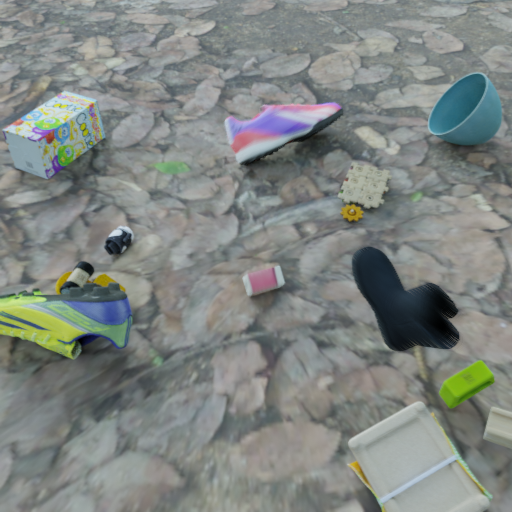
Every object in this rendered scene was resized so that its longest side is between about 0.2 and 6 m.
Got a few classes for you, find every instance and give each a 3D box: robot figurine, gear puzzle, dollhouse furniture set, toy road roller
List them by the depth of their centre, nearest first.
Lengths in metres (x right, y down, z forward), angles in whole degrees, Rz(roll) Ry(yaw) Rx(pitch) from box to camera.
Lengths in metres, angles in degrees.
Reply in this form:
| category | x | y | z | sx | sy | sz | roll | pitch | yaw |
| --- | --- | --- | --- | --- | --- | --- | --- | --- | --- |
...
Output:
| category | x | y | z | sx | sy | sz | roll | pitch | yaw |
| --- | --- | --- | --- | --- | --- | --- | --- | --- | --- |
| dollhouse furniture set | 2.923 | 2.610 | 7.711 | 3.166 | 1.222 | 1.582 | -29 | 55 | -3 |
| toy road roller | -2.918 | 0.711 | 9.705 | 1.132 | 0.827 | 0.696 | 36 | 43 | -16 |
| robot figurine | -2.662 | -0.298 | 10.853 | 0.486 | 0.403 | 0.646 | 23 | 47 | 12 |
| gear puzzle | 2.292 | -1.312 | 12.097 | 0.977 | 0.247 | 1.886 | 16 | 48 | 14 |

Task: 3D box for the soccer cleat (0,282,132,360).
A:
| category | x | y | z | sx | sy | sz | roll | pitch | yaw |
| --- | --- | --- | --- | --- | --- | --- | --- | --- | --- |
| soccer cleat | -3.344 | 1.113 | 8.984 | 2.863 | 1.198 | 0.926 | -5 | 4 | 15 |

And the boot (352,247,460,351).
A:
| category | x | y | z | sx | sy | sz | roll | pitch | yaw |
| --- | --- | --- | --- | --- | --- | --- | --- | --- | --- |
| boot | 2.215 | 0.553 | 8.308 | 0.684 | 1.505 | 1.792 | -17 | 82 | -19 |

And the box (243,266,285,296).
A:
| category | x | y | z | sx | sy | sz | roll | pitch | yaw |
| --- | --- | --- | --- | --- | --- | --- | --- | --- | --- |
| box | 0.130 | 0.444 | 9.959 | 0.631 | 0.404 | 0.344 | -14 | 81 | -16 |

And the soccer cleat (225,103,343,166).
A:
| category | x | y | z | sx | sy | sz | roll | pitch | yaw |
| --- | --- | --- | --- | --- | --- | --- | --- | --- | --- |
| soccer cleat | 0.720 | -3.190 | 13.231 | 3.126 | 1.066 | 1.144 | -28 | 95 | -23 |

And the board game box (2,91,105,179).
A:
| category | x | y | z | sx | sy | sz | roll | pitch | yaw |
| --- | --- | --- | --- | --- | --- | --- | --- | --- | --- |
| board game box | -4.673 | -2.866 | 13.125 | 1.063 | 1.044 | 2.026 | 19 | 46 | 19 |

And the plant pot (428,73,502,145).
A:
| category | x | y | z | sx | sy | sz | roll | pitch | yaw |
| --- | --- | --- | --- | --- | --- | --- | --- | --- | --- |
| plant pot | 5.166 | -3.321 | 13.391 | 1.144 | 1.699 | 1.699 | 30 | 39 | -21 |
